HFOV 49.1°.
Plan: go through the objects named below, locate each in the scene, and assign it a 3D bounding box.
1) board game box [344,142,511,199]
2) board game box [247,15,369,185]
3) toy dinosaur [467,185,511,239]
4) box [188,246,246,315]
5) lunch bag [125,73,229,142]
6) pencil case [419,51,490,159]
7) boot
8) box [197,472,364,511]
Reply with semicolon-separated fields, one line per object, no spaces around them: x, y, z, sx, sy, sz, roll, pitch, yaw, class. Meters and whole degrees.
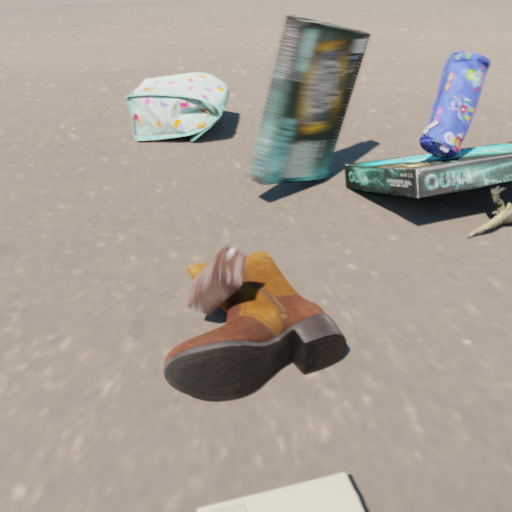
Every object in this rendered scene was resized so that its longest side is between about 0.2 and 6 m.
4.013;-1.745;10.898;3.815;0.537;2.581;-11;13;-17;board game box
0.979;-2.822;10.558;2.009;2.970;0.418;-11;36;-44;board game box
4.508;-0.887;10.030;1.865;0.822;0.443;-17;27;-27;toy dinosaur
-0.512;0.334;7.237;0.356;0.949;0.475;22;52;-19;box
-1.842;-3.774;14.105;2.291;1.397;1.951;-2;31;7;lunch bag
3.383;-2.611;9.661;0.798;1.838;0.717;20;-1;-31;pencil case
-0.397;0.666;7.538;2.388;0.869;2.537;-15;34;-21;boot
0.226;2.459;5.017;1.443;0.493;0.593;-7;33;-12;box
